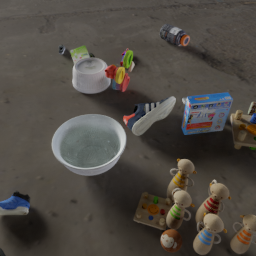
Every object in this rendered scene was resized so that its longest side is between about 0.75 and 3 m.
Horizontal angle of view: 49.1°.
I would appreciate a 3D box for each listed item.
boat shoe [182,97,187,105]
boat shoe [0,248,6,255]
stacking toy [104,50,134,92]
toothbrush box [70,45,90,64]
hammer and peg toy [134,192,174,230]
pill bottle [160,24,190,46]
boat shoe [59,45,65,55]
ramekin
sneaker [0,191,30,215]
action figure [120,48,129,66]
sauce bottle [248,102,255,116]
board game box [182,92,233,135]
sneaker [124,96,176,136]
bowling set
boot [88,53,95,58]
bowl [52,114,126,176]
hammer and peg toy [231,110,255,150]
[{"bbox_3d":[2.626,-1.094,12.054,0.294,0.255,0.797,-16,48,-16],"label":"boat shoe"},{"bbox_3d":[-3.147,3.783,6.946,0.764,0.654,2.089,-53,44,0],"label":"boat shoe"},{"bbox_3d":[-0.372,-2.545,12.278,0.753,1.782,1.614,18,78,11],"label":"stacking toy"},{"bbox_3d":[-2.335,-3.498,14.059,0.829,0.490,1.138,-20,60,-2],"label":"toothbrush box"},{"bbox_3d":[0.942,2.516,8.277,1.378,0.486,1.013,14,47,14],"label":"hammer and peg toy"},{"bbox_3d":[2.646,-5.162,15.700,0.875,0.875,1.647,-33,54,-29],"label":"pill bottle"},{"bbox_3d":[-3.649,-4.374,15.311,0.330,0.305,0.894,2,45,2],"label":"boat shoe"},{"bbox_3d":[-1.721,-2.496,12.983,1.789,0.939,1.789,0,45,0],"label":"ramekin"},{"bbox_3d":[-3.595,2.260,8.539,1.196,0.459,0.666,2,51,-3],"label":"sneaker"},{"bbox_3d":[-0.090,-3.759,14.680,0.494,0.390,1.510,3,42,6],"label":"action figure"},{"bbox_3d":[5.897,-0.568,11.302,1.886,0.610,0.610,16,47,15],"label":"sauce bottle"},{"bbox_3d":[2.932,-0.519,10.552,1.604,1.570,0.448,-6,45,-7],"label":"board game box"},{"bbox_3d":[0.855,-0.738,11.232,2.450,0.918,1.035,-33,58,-29],"label":"sneaker"},{"bbox_3d":[1.880,2.364,7.352,2.953,1.585,2.055,32,37,28],"label":"bowling set"},{"bbox_3d":[-2.252,-3.639,14.599,0.741,0.393,1.125,-39,51,-23],"label":"boot"},{"bbox_3d":[-1.280,0.740,9.613,2.477,1.113,2.477,0,45,0],"label":"bowl"},{"bbox_3d":[5.075,0.139,10.443,2.321,0.819,1.707,7,44,7],"label":"hammer and peg toy"}]
